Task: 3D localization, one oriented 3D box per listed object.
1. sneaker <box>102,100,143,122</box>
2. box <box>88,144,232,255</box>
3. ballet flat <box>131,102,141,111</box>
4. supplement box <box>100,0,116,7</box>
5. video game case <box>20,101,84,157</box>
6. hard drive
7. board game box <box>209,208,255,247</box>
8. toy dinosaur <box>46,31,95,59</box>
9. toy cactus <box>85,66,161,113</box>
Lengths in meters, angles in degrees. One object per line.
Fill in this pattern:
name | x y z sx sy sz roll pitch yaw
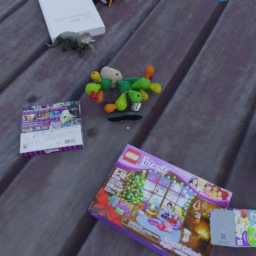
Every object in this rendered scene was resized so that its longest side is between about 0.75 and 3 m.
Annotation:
sneaker | -0.157 -0.512 7.646 1.184 0.356 0.617 -5 61 19
box | 0.716 1.686 6.220 2.638 0.516 1.805 24 61 14
ballet flat | 0.237 -0.684 7.875 0.290 0.261 0.770 -18 50 39
supplement box | -0.536 -5.588 10.550 1.020 0.792 1.849 37 63 -1
video game case | -2.022 -0.013 7.448 1.578 0.282 1.430 -9 58 -5
hard drive | -2.098 -4.164 10.048 1.818 0.368 2.757 -17 59 -11
board game box | 2.364 1.982 5.572 1.308 0.686 0.673 11 69 -25
toy dinosaur | -1.734 -2.733 8.824 1.763 0.902 0.679 18 59 10
toy cactus | -0.240 -1.289 7.732 2.310 1.181 1.906 -17 38 -25
